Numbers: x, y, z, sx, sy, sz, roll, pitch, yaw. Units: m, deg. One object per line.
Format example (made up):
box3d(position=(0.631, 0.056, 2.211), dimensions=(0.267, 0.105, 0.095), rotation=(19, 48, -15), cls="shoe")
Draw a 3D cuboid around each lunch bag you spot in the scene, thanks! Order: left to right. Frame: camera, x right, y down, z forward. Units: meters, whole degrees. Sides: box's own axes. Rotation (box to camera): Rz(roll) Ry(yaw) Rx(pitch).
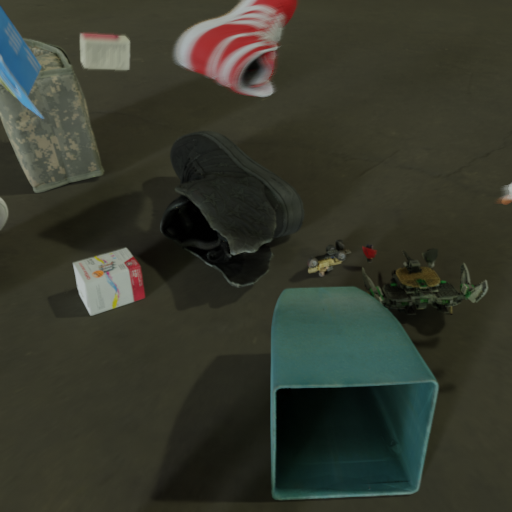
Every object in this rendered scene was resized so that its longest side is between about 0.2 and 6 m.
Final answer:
box3d(position=(-4.350, -2.986, 11.463), dimensions=(1.662, 2.318, 2.826), rotation=(-20, 39, -19), cls="lunch bag")

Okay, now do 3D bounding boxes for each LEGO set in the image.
box3d(position=(2.002, 0.414, 8.088), dimensions=(1.676, 0.731, 2.581), rotation=(-18, 25, -28), cls="LEGO set")

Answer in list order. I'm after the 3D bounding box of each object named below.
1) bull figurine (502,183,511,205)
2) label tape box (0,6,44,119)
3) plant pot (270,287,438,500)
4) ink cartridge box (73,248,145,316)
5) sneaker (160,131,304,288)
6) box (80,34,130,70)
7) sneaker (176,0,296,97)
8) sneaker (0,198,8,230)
box3d(position=(3.425, -0.414, 6.247), dimensions=(0.902, 0.484, 1.486), rotation=(26, 20, -16), cls="bull figurine")
box3d(position=(-1.851, -1.524, 3.868), dimensions=(1.041, 0.746, 0.344), rotation=(39, 79, 11), cls="label tape box")
box3d(position=(0.825, 1.261, 6.041), dimensions=(1.449, 1.450, 2.051), rotation=(-1, 28, -2), cls="plant pot")
box3d(position=(-2.113, 0.360, 8.026), dimensions=(0.820, 0.593, 0.596), rotation=(-19, 38, -26), cls="ink cartridge box")
box3d(position=(-0.824, -0.975, 9.435), dimensions=(2.135, 1.229, 4.093), rotation=(-22, 42, -36), cls="sneaker")
box3d(position=(-2.003, -2.706, 7.422), dimensions=(0.596, 0.381, 0.324), rotation=(-6, 34, -23), cls="box")
box3d(position=(0.117, -3.273, 8.557), dimensions=(1.372, 0.869, 2.440), rotation=(37, 61, 23), cls="sneaker")
box3d(position=(-4.534, 0.212, 7.944), dimensions=(1.546, 1.213, 3.112), rotation=(21, 48, 18), cls="sneaker")
